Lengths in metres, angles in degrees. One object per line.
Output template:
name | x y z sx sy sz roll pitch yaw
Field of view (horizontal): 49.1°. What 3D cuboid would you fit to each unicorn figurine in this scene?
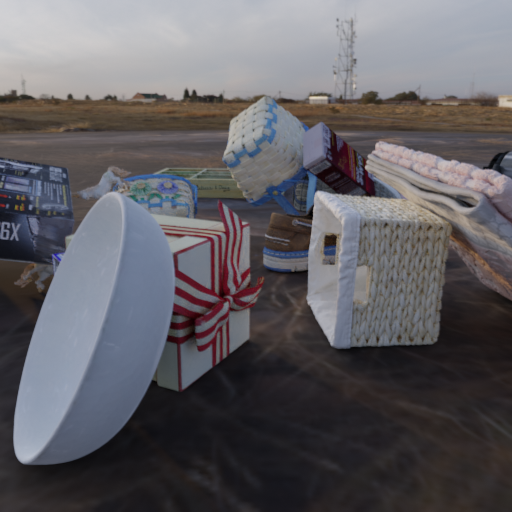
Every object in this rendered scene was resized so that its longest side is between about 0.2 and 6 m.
unicorn figurine | -2.814 -1.216 10.351 0.717 1.043 0.385 30 -24 3
unicorn figurine | -3.008 0.213 8.744 1.294 0.478 0.889 8 27 -5

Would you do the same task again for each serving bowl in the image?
serving bowl | -1.277 0.626 4.746 0.742 2.255 2.255 21 5 -28

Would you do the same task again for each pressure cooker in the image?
pressure cooker | 5.858 -1.442 12.325 1.985 1.746 1.773 14 41 43

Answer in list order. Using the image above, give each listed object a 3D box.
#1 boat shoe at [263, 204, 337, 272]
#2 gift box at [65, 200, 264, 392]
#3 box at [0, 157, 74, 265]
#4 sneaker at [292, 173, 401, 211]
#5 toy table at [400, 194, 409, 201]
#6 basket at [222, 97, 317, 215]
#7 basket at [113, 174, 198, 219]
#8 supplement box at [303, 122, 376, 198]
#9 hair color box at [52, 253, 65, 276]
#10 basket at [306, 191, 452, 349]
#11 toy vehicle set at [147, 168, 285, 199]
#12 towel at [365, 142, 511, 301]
boat shoe | 1.462 -0.501 10.126 3.060 1.108 1.105 -14 21 -40
gift box | -0.977 0.310 6.162 1.700 1.820 1.680 9 23 25
box | -4.375 -0.914 9.143 2.532 0.799 3.211 7 20 -24
sneaker | 2.345 -1.549 13.808 1.425 1.219 3.271 -6 17 -36
toy table | 4.462 -1.724 15.005 0.611 0.960 1.044 -29 34 -27
basket | 0.508 -2.007 12.258 1.759 2.529 2.230 -31 33 31
basket | -1.997 -1.003 11.344 1.772 1.398 2.010 -4 26 -11
supplement box | 1.641 -1.756 10.983 0.508 0.909 1.670 -27 -42 37
hair color box | -1.963 0.311 7.783 1.544 0.844 0.500 -10 19 -32
basket | 1.454 0.121 7.031 1.338 1.649 1.663 1 16 -5
toy vehicle set | -1.141 -2.289 17.435 4.094 0.543 2.544 2 16 5
towel | 2.876 -0.068 6.666 3.080 0.520 3.225 39 8 -17
